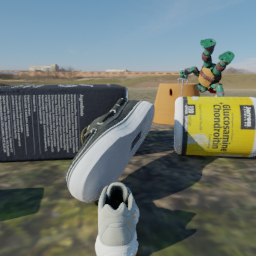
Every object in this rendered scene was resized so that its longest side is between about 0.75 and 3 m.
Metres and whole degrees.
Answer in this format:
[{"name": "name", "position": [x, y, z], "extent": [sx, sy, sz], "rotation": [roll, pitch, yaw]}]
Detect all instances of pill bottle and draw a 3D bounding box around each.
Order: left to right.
[{"name": "pill bottle", "position": [2.078, -0.028, 5.818], "extent": [2.200, 1.232, 1.232], "rotation": [1, 10, 8]}]

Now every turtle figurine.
[{"name": "turtle figurine", "position": [2.453, -1.616, 8.810], "extent": [1.648, 2.201, 1.108], "rotation": [28, 56, 14]}]

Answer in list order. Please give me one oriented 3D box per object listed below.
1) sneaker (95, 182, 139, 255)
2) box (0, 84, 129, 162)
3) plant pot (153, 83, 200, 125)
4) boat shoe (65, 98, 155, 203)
[{"name": "sneaker", "position": [-0.091, 0.801, 2.989], "extent": [0.485, 0.589, 1.281], "rotation": [0, 10, -4]}, {"name": "box", "position": [-1.480, -0.248, 6.367], "extent": [2.792, 1.456, 2.066], "rotation": [-1, 10, -7]}, {"name": "plant pot", "position": [1.872, -0.962, 10.563], "extent": [2.041, 1.428, 2.041], "rotation": [-1, 10, 0]}, {"name": "boat shoe", "position": [-0.293, 0.190, 4.396], "extent": [0.736, 0.893, 2.601], "rotation": [18, 29, 15]}]
